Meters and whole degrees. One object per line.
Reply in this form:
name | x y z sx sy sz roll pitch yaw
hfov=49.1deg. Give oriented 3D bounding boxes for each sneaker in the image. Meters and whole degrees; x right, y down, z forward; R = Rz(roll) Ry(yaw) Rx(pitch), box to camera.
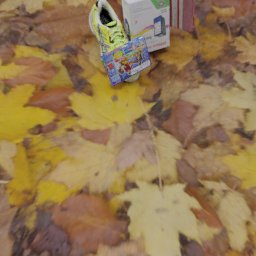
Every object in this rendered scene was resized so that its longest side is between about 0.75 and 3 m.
sneaker | -0.470 -2.617 8.542 1.008 1.021 2.672 -29 86 -10

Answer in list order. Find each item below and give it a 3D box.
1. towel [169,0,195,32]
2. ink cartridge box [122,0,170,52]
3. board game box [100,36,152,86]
towel | 1.300 -3.968 9.002 1.935 1.394 0.220 30 57 32
ink cartridge box | 0.572 -3.269 8.619 1.276 1.756 0.768 -18 49 -9
board game box | -0.022 -1.914 8.018 1.360 0.920 0.234 -31 38 -14
